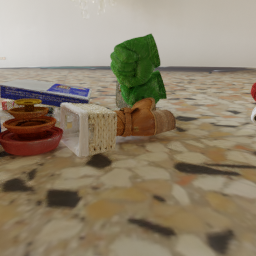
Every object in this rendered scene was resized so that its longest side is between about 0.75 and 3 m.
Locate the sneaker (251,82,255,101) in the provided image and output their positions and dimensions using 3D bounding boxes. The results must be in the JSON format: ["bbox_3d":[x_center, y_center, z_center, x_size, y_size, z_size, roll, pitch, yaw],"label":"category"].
[{"bbox_3d":[5.893,-1.224,11.018,1.207,0.819,2.089,4,25,-17],"label":"sneaker"}]

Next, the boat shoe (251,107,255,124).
[{"bbox_3d":[4.305,-0.214,6.857,2.406,0.852,0.834,-2,12,31],"label":"boat shoe"}]

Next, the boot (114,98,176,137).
[{"bbox_3d":[0.015,-0.227,7.084,1.639,0.810,2.111,-7,22,-18],"label":"boot"}]

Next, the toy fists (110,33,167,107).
[{"bbox_3d":[0.314,-1.402,7.938,1.301,2.553,0.878,-19,55,3],"label":"toy fists"}]

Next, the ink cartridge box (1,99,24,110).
[{"bbox_3d":[-4.039,-0.868,10.190,0.931,0.314,0.542,-4,15,-8],"label":"ink cartridge box"}]

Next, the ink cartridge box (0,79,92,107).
[{"bbox_3d":[-2.833,-1.184,10.034,2.950,0.702,2.985,9,15,-7],"label":"ink cartridge box"}]

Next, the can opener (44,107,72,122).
[{"bbox_3d":[-2.356,-0.375,8.361,1.682,0.443,0.559,2,-20,4],"label":"can opener"}]

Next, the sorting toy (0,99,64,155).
[{"bbox_3d":[-2.715,-0.057,5.555,2.746,1.127,1.650,-10,18,-31],"label":"sorting toy"}]

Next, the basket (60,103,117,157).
[{"bbox_3d":[-0.862,-0.019,5.940,0.824,0.905,1.335,-4,15,-29],"label":"basket"}]

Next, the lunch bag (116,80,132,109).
[{"bbox_3d":[0.096,-1.487,10.223,1.062,1.481,1.806,5,14,-3],"label":"lunch bag"}]
